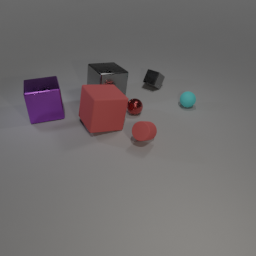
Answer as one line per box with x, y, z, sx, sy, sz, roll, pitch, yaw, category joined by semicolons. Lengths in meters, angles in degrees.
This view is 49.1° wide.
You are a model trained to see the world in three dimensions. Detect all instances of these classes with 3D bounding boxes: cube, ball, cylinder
-0.997;-0.794;10.947;1.400;1.400;1.400;-5;33;-28;cube
-3.525;-1.206;11.765;1.400;1.400;1.400;-11;35;-14;cube
0.289;-0.917;11.980;0.700;0.700;0.700;0;34;0;ball
-0.981;-2.131;12.980;1.400;1.400;1.400;-11;35;-30;cube
1.293;-2.427;13.958;0.700;0.700;0.700;24;4;31;cube
2.658;-1.271;12.439;0.700;0.700;0.700;0;34;0;ball
0.594;0.107;10.093;0.700;0.700;0.700;19;9;26;cylinder
